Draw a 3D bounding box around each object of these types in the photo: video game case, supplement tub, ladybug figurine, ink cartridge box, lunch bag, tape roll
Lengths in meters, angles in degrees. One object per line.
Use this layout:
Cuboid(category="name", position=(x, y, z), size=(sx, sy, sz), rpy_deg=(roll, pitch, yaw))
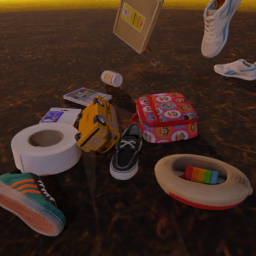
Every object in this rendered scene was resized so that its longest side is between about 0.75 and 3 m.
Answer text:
Cuboid(category="video game case", position=(-1.808, -1.381, 12.541), size=(1.798, 0.162, 1.288), rpy_deg=(20, 35, 31))
Cuboid(category="supplement tub", position=(-0.808, -2.465, 13.946), size=(0.690, 0.690, 0.949), rpy_deg=(-25, 37, -37))
Cuboid(category="ladybug figurine", position=(1.784, 1.363, 6.871), size=(2.318, 0.834, 1.573), rpy_deg=(12, 32, 22))
Cuboid(category="ink cartridge box", position=(-2.485, -0.358, 10.554), size=(1.279, 0.280, 1.291), rpy_deg=(4, 31, 6))
Cuboid(category="lunch bag", position=(1.176, -0.403, 10.013), size=(2.180, 1.014, 2.475), rpy_deg=(-7, 29, -4))
Cuboid(category="tape roll", position=(-2.429, 0.580, 8.436), size=(1.993, 0.697, 1.993), rpy_deg=(0, 29, 0))

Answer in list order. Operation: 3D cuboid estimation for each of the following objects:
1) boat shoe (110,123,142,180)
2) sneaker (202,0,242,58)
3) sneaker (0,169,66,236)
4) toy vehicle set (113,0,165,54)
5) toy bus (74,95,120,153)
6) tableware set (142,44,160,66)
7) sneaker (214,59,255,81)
Cuboid(category="boat shoe", position=(-0.032, 0.613, 8.341), size=(0.811, 0.730, 2.294), rpy_deg=(5, 29, 8))
Cuboid(category="sneaker", position=(2.891, -3.516, 9.332), size=(0.933, 2.309, 0.884), rpy_deg=(-4, 29, -34))
Cuboid(category="sneaker", position=(-2.200, 1.553, 6.488), size=(2.470, 0.882, 0.987), rpy_deg=(18, 38, 32))
Cuboid(category="toy vehicle set", position=(0.289, -3.938, 9.961), size=(1.450, 2.334, 0.309), rpy_deg=(41, 58, 10))
Cuboid(category="toy bus", position=(-0.945, -0.120, 8.946), size=(0.920, 1.107, 2.828), rpy_deg=(-43, 23, 13))
Cuboid(category="tableware set", position=(1.027, -3.205, 12.427), size=(0.126, 1.084, 0.906), rpy_deg=(-33, 18, 41))
Cuboid(category="sneaker", position=(5.824, -3.248, 15.126), size=(2.299, 0.929, 0.880), rpy_deg=(15, 34, 27))
